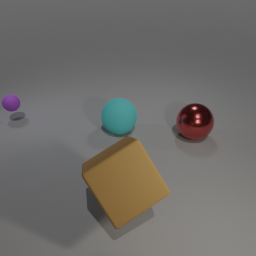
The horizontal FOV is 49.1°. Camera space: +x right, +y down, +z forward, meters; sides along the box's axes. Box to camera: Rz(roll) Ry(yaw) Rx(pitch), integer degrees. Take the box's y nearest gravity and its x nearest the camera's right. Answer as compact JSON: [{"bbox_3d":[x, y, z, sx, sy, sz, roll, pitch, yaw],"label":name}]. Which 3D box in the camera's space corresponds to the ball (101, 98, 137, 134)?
[{"bbox_3d":[-0.346,-0.463,10.940,1.400,1.400,1.400,0,32,0],"label":"ball"}]

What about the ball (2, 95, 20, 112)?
[{"bbox_3d":[-4.804,-1.026,11.524,0.700,0.700,0.700,0,32,0],"label":"ball"}]

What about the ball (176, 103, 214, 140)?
[{"bbox_3d":[2.538,-0.241,10.618,1.400,1.400,1.400,0,32,0],"label":"ball"}]

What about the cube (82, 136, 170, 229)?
[{"bbox_3d":[-0.119,1.153,6.476,1.400,1.400,1.400,-32,6,-7],"label":"cube"}]
